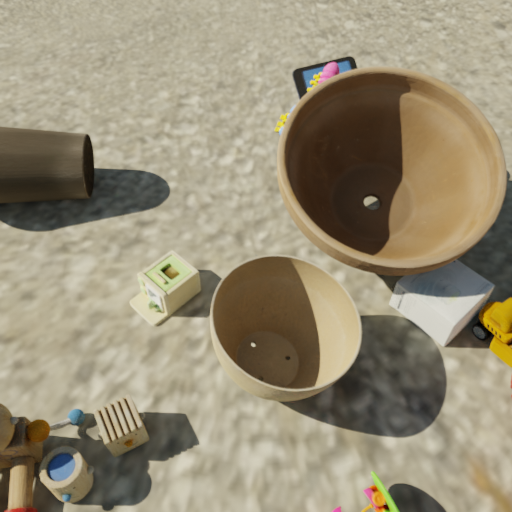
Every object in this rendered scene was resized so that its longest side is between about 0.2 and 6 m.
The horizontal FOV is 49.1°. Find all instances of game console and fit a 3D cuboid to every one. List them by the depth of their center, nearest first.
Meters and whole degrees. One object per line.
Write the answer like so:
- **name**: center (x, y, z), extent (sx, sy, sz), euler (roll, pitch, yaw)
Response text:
- **game console**: center (1.652, -3.366, 11.346), extent (1.475, 0.873, 1.259), euler (-19, 35, -14)

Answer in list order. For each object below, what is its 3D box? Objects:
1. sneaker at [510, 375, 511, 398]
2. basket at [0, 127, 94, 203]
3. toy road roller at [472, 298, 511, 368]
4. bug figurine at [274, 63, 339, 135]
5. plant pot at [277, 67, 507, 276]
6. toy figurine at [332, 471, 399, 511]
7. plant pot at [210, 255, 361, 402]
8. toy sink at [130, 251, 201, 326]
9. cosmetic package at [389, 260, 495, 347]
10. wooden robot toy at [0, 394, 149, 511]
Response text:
- **sneaker**: center (4.410, 2.540, 6.283), extent (2.005, 1.360, 3.470), euler (-1, 52, 1)
- **basket**: center (-3.887, -1.550, 9.623), extent (1.991, 1.354, 1.796), euler (0, 23, -6)
- **toy road roller**: center (3.589, 1.035, 7.909), extent (0.576, 0.684, 0.937), euler (-28, 56, -21)
- **bug figurine**: center (1.729, -2.742, 10.771), extent (2.650, 0.682, 2.055), euler (15, 74, 14)
- **plant pot**: center (1.925, -1.131, 8.647), extent (3.277, 1.513, 3.277), euler (0, 71, -1)
- **toy figurine**: center (1.224, 3.084, 6.379), extent (0.838, 0.683, 0.910), euler (-29, 86, -4)
- **plant pot**: center (0.273, 1.125, 7.366), extent (1.903, 1.278, 1.903), euler (6, 53, -8)
- **toy sink**: center (-1.405, 0.473, 8.465), extent (0.626, 0.538, 0.961), euler (37, 60, 27)
- **cosmetic package**: center (2.744, 0.588, 8.315), extent (1.026, 0.632, 1.029), euler (-36, 60, -26)
- **wooden robot toy**: center (-2.876, 2.262, 6.438), extent (3.111, 1.412, 1.371), euler (-9, 51, -7)
